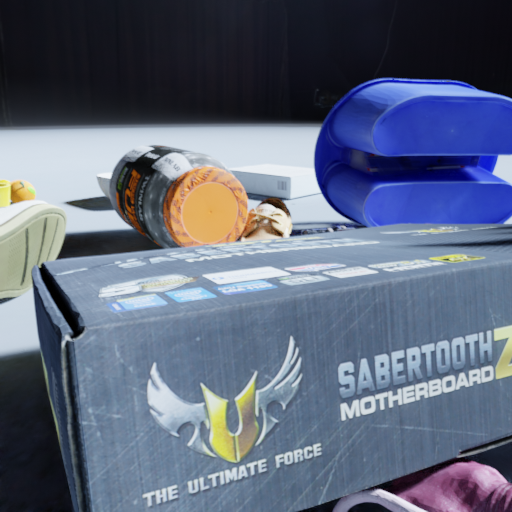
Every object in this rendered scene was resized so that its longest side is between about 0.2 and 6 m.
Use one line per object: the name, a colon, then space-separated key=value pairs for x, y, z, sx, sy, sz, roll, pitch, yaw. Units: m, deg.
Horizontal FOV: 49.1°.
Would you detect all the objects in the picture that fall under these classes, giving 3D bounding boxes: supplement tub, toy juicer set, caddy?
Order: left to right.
toy juicer set: x=-6.218 y=-1.488 z=11.933 sx=3.091 sy=0.841 sz=1.966 roll=3 pitch=16 yaw=13
supplement tub: x=-1.212 y=-0.875 z=8.545 sx=1.513 sy=1.513 sz=2.469 roll=-9 pitch=17 yaw=-28
caddy: x=2.783 y=-1.652 z=9.495 sx=3.569 sy=2.523 sz=1.873 roll=-2 pitch=20 yaw=-15

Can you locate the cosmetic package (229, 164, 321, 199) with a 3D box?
cosmetic package: x=0.526 y=-1.862 z=13.727 sx=2.174 sy=0.562 sz=1.639 roll=14 pitch=23 yaw=41

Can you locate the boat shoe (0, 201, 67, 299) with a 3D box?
boat shoe: x=-3.118 y=-0.036 z=6.037 sx=1.053 sy=1.150 sz=3.078 roll=19 pitch=18 yaw=3

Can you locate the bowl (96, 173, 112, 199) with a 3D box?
bowl: x=-2.480 y=-1.508 z=12.395 sx=1.678 sy=0.627 sz=1.680 roll=15 pitch=23 yaw=42

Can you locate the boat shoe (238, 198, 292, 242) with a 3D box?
boat shoe: x=0.111 y=-0.378 z=8.162 sx=0.813 sy=0.763 sz=2.205 roll=2 pitch=17 yaw=4

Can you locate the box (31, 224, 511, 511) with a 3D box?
box: x=0.552 y=0.386 z=4.141 sx=4.035 sy=1.029 sz=3.182 roll=-6 pitch=5 yaw=-22

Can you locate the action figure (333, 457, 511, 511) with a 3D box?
action figure: x=1.065 y=1.089 z=2.310 sx=0.985 sy=0.886 sz=1.323 roll=22 pitch=-28 yaw=-26

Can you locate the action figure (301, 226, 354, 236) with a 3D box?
action figure: x=1.124 y=-0.125 z=7.850 sx=1.057 sy=0.553 sz=1.022 roll=-3 pitch=8 yaw=-33
